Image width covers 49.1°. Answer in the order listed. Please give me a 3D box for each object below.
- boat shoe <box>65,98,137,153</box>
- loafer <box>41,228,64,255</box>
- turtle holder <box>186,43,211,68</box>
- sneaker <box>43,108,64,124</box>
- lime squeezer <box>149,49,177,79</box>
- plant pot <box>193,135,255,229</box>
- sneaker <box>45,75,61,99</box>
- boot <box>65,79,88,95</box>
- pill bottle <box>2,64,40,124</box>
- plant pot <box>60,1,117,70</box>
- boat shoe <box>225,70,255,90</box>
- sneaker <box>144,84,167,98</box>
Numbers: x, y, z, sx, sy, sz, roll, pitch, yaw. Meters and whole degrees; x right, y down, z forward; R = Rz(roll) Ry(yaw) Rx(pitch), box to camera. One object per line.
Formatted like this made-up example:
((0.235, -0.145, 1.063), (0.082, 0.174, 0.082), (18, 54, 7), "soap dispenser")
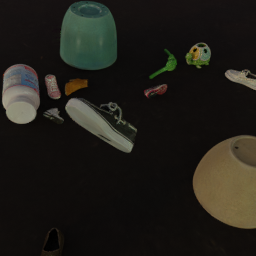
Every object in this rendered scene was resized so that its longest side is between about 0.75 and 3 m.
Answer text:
((-0.415, -0.173, 5.708), (0.747, 2.024, 0.691), (11, 71, 43), "boat shoe")
((-1.956, 3.262, 6.945), (0.615, 0.601, 1.684), (-5, 44, -5), "loafer")
((3.451, -3.673, 13.999), (1.378, 0.979, 1.047), (-4, 44, -4), "turtle holder")
((-2.836, -0.550, 11.139), (0.989, 0.373, 0.569), (23, 50, 25), "sneaker")
((1.978, -3.248, 14.039), (1.004, 0.536, 2.842), (-12, 35, 35), "lime squeezer")
((3.379, 1.269, 8.197), (2.671, 1.793, 2.671), (0, 44, 0), "plant pot")
((-3.341, -1.861, 12.310), (0.494, 0.687, 1.314), (-16, 47, -19), "sneaker")
((-2.256, -1.860, 12.460), (0.885, 0.435, 1.236), (-1, 38, 6), "boot")
((-4.296, -1.379, 11.283), (1.382, 1.382, 2.541), (-11, 45, -12), "pill bottle")
((-1.904, -4.715, 13.841), (2.973, 2.386, 2.973), (5, 46, -5), "plant pot")
((5.386, -2.360, 12.880), (0.664, 0.607, 1.846), (-32, 52, -29), "boat shoe")
((1.237, -1.697, 12.307), (1.104, 0.445, 0.412), (-21, 45, -20), "sneaker")
